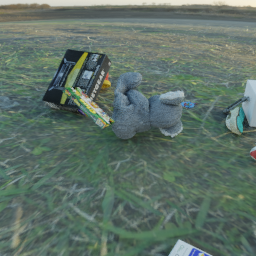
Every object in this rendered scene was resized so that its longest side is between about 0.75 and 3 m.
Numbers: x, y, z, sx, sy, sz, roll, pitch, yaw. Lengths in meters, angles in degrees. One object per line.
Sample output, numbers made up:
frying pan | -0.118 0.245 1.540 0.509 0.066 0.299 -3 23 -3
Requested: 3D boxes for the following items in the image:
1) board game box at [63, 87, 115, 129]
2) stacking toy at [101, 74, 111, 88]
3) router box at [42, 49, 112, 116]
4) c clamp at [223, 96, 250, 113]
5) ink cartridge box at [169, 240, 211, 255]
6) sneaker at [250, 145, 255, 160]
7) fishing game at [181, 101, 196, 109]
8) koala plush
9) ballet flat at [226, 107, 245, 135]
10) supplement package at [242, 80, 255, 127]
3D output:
board game box | -1.297 -0.714 9.429 1.828 0.214 0.958 43 21 7
stacking toy | -2.157 -2.904 15.142 2.120 0.989 2.341 -2 -9 10
router box | -2.391 -2.213 13.260 2.334 0.775 2.969 15 74 26
c clamp | 4.866 -1.065 12.650 0.186 1.371 1.171 50 32 -3
ink cartridge box | 1.685 3.036 5.555 1.945 0.361 0.921 15 30 31
sneaker | 4.691 0.737 9.775 1.640 0.638 0.674 -11 24 -39
fishing game | 2.966 -1.197 13.892 0.932 0.145 0.667 -20 36 -34
koala plush | 0.840 -0.617 10.763 2.649 2.349 2.434 5 40 9
ballet flat | 4.433 -0.238 11.683 0.682 0.738 2.188 -17 13 32
supplement package | 6.018 -1.108 12.351 1.383 1.400 2.309 6 28 11
